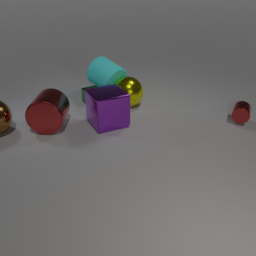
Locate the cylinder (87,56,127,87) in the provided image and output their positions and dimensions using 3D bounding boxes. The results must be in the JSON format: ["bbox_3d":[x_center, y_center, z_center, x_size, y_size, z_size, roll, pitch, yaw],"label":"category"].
[{"bbox_3d":[-1.001,-2.493,13.412,1.400,1.400,1.400,37,44,27],"label":"cylinder"}]

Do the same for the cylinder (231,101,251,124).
[{"bbox_3d":[4.630,-0.646,11.434,0.700,0.700,0.700,12,36,20],"label":"cylinder"}]

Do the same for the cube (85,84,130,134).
[{"bbox_3d":[-0.821,-0.813,11.277,1.400,1.400,1.400,-14,32,-23],"label":"cube"}]

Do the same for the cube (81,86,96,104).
[{"bbox_3d":[-1.740,-1.527,13.282,0.700,0.700,0.700,-16,33,-26],"label":"cube"}]

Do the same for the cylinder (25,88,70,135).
[{"bbox_3d":[-3.120,-0.668,11.011,1.400,1.400,1.400,1,29,1],"label":"cylinder"}]

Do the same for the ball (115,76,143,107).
[{"bbox_3d":[0.004,-1.656,12.832,1.400,1.400,1.400,0,29,0],"label":"ball"}]

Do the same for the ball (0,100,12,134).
[{"bbox_3d":[-5.129,-0.417,10.577,1.400,1.400,1.400,0,29,0],"label":"ball"}]
